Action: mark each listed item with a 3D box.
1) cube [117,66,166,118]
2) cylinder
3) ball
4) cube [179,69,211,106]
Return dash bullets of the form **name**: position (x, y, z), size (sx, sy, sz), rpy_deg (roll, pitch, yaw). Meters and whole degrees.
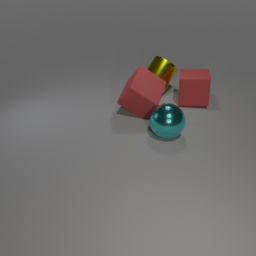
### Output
- **cube**: position (0.593, -1.540, 12.223), size (1.400, 1.400, 1.400), rpy_deg (31, 57, -12)
- **cylinder**: position (1.601, -2.753, 14.491), size (1.400, 1.400, 1.400), rpy_deg (32, -1, 1)
- **ball**: position (1.556, -0.277, 11.040), size (1.400, 1.400, 1.400), rpy_deg (0, 32, 0)
- **cube**: position (3.198, -1.980, 13.591), size (1.400, 1.400, 1.400), rpy_deg (2, 31, 10)
